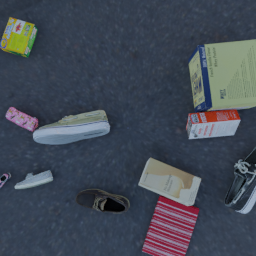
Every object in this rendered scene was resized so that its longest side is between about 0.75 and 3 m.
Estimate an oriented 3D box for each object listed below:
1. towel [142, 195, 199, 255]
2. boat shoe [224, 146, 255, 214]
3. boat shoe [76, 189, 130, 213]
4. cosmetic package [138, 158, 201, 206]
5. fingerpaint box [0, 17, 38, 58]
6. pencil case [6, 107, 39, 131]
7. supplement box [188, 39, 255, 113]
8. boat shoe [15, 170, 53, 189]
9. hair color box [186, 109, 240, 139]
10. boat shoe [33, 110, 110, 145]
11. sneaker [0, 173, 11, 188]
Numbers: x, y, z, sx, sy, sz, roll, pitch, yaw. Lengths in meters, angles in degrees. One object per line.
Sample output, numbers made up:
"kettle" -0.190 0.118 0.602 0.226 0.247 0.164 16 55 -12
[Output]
"towel" 1.554 3.666 10.177 1.557 0.242 2.153 19 86 1
"boat shoe" 4.230 1.606 9.951 0.942 1.019 2.759 25 93 -13
"boat shoe" -0.913 2.619 10.024 1.978 0.725 0.737 6 85 1
"cosmetic package" 1.470 1.923 9.998 1.966 0.699 1.034 21 70 1
"fingerpaint box" -4.172 -3.446 10.715 1.030 0.453 1.235 17 85 4
"pencil case" -3.935 -0.333 10.420 1.195 0.495 0.517 25 68 3
"supplement box" 3.531 -1.770 10.047 2.215 1.488 2.217 -6 85 -1
"boat shoe" -3.460 1.877 10.264 1.378 0.481 0.491 -15 76 -6
"hair color box" 3.037 -0.129 10.126 1.698 0.942 0.543 -6 53 -1
"boat shoe" -2.056 -0.022 10.277 2.754 0.991 0.854 -8 65 -7
"sneaker" -4.698 1.984 10.278 0.292 0.341 0.831 39 86 3
